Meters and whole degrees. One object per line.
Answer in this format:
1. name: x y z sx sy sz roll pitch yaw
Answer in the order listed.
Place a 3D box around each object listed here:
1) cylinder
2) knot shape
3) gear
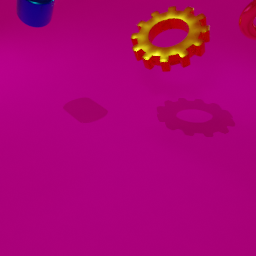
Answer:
1. cylinder: -2.433 -3.326 7.375 0.950 0.950 0.950 7 70 -20
2. knot shape: 3.004 -2.446 5.482 0.858 1.738 1.857 46 41 2
3. gear: 1.095 -2.388 7.395 2.013 0.372 2.013 -9 57 14
